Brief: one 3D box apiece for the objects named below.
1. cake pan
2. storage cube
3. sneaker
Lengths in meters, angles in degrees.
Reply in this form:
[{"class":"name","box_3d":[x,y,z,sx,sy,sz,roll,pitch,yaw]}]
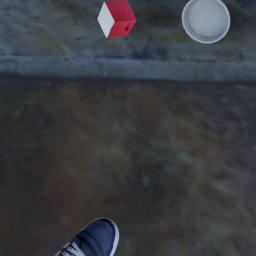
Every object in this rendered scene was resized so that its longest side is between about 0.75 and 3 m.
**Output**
[{"class":"cake pan","box_3d":[2.563,-3.570,9.173,1.598,1.598,0.293,25,55,17]},{"class":"storage cube","box_3d":[-0.399,-3.693,9.479,0.873,0.830,0.971,-19,77,-30]},{"class":"sneaker","box_3d":[-1.150,2.423,4.699,0.852,1.319,2.431,39,72,25]}]
